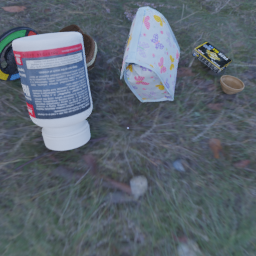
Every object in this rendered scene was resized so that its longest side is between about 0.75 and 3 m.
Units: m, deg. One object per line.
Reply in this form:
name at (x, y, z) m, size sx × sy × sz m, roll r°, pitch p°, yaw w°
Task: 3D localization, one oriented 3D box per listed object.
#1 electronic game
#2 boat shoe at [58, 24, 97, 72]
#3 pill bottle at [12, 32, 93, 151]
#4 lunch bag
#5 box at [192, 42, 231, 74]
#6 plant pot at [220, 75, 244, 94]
electronic game at (-3.607, -2.357, 9.068) m, size 0.414 × 1.991 × 1.991 m, roll 40°, pitch 62°, yaw 15°
boat shoe at (-1.563, -2.518, 9.496) m, size 1.115 × 1.117 × 3.020 m, roll -22°, pitch 42°, yaw -1°
pill bottle at (-1.817, -0.933, 7.306) m, size 1.692 × 2.829 × 1.692 m, roll -5°, pitch 24°, yaw 2°
lunch bag at (0.594, -2.116, 8.339) m, size 1.451 × 2.283 × 1.936 m, roll 1°, pitch 69°, yaw 25°
box at (2.987, -2.512, 9.981) m, size 1.167 × 0.288 × 0.932 m, roll 44°, pitch 49°, yaw 15°
plant pot at (3.400, -1.379, 9.298) m, size 0.804 × 0.371 × 0.804 m, roll 7°, pitch 44°, yaw -7°
